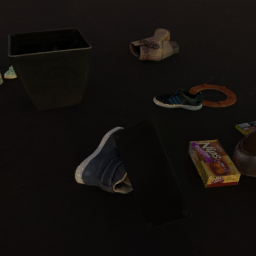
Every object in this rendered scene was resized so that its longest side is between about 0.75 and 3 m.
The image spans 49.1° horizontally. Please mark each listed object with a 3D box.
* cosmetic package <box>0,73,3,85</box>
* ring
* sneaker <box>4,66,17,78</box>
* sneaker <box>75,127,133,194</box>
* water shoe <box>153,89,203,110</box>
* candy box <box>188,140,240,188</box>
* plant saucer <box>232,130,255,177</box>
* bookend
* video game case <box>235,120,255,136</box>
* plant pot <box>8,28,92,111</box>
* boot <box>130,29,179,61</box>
[{"bbox_3d":[-6.070,-2.010,11.113,1.760,0.768,0.910,4,35,6],"label":"cosmetic package"},{"bbox_3d":[3.195,-1.284,10.599,1.749,0.168,1.749,-1,34,0],"label":"ring"},{"bbox_3d":[-4.879,-2.774,12.103,0.567,0.909,1.541,12,37,14],"label":"sneaker"},{"bbox_3d":[-0.163,0.778,6.950,1.431,0.753,1.980,9,44,32],"label":"sneaker"},{"bbox_3d":[1.765,-1.097,9.863,1.715,0.677,0.613,7,35,10],"label":"water shoe"},{"bbox_3d":[2.181,0.880,7.243,0.815,0.395,1.398,-4,36,-6],"label":"candy box"},{"bbox_3d":[3.778,0.325,6.808,2.643,0.424,2.643,-25,11,5],"label":"plant saucer"},{"bbox_3d":[0.791,0.893,6.326,0.937,2.021,2.034,-25,-11,20],"label":"bookend"},{"bbox_3d":[3.993,0.082,8.641,0.982,0.125,0.888,-10,36,-16],"label":"video game case"},{"bbox_3d":[-2.678,-2.040,9.910,2.470,2.196,2.476,-11,37,-16],"label":"plant pot"},{"bbox_3d":[1.146,-4.271,14.215,2.158,1.037,2.951,-11,36,-13],"label":"boot"}]
